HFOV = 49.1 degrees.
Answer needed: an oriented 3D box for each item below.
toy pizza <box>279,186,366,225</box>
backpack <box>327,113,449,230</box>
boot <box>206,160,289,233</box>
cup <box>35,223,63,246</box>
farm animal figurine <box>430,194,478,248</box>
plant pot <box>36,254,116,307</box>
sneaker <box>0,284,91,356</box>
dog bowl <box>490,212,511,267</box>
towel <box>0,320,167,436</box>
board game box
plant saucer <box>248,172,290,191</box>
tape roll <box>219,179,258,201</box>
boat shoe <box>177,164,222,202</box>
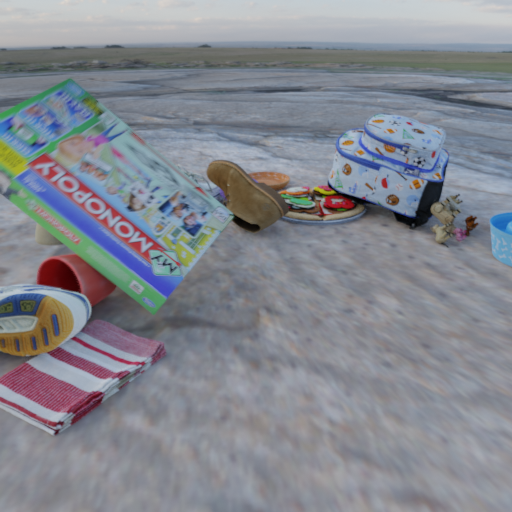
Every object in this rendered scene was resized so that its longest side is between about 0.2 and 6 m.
[{"bbox_3d":[1.451,-1.342,13.687,2.470,0.391,2.470,0,24,0],"label":"toy pizza"},{"bbox_3d":[3.111,-2.141,13.219,2.654,2.146,2.786,12,27,18],"label":"backpack"},{"bbox_3d":[-0.471,-1.371,12.565,0.962,0.939,2.550,-42,50,-14],"label":"boot"},{"bbox_3d":[-4.277,-0.654,11.877,0.848,0.606,0.848,0,24,0],"label":"cup"},{"bbox_3d":[4.094,-0.718,11.998,1.129,0.589,1.117,-15,70,-31],"label":"farm animal figurine"},{"bbox_3d":[-2.840,0.404,9.076,1.053,1.053,0.932,13,20,27],"label":"plant pot"},{"bbox_3d":[-3.832,0.920,8.137,2.875,1.082,1.267,4,5,8],"label":"sneaker"},{"bbox_3d":[5.967,-0.298,10.944,2.863,0.710,1.596,-4,24,-7],"label":"dog bowl"},{"bbox_3d":[-2.371,1.498,7.467,1.446,0.228,2.008,13,27,28],"label":"towel"},{"bbox_3d":[-2.487,-1.127,9.436,3.889,0.566,2.617,39,41,-5],"label":"board game box"},{"bbox_3d":[0.257,-2.043,15.473,1.350,0.253,1.350,-1,24,0],"label":"plant saucer"},{"bbox_3d":[-0.399,-1.673,14.097,0.985,0.419,0.985,14,29,-8],"label":"tape roll"},{"bbox_3d":[-1.733,-1.712,13.686,0.896,1.034,2.426,22,29,40],"label":"boat shoe"}]
